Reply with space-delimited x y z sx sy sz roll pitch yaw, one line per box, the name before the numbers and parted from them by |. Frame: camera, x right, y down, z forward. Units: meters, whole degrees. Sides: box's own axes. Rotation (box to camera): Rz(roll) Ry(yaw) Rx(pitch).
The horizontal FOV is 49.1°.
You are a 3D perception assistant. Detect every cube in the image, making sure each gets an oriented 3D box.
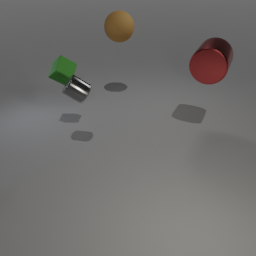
cube | -2.437 -2.143 10.455 0.700 0.700 0.700 25 -28 -34

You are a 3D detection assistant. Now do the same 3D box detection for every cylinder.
cylinder | -1.673 -1.276 9.162 0.700 0.700 0.700 30 20 -24
cylinder | 3.179 -2.559 10.647 1.400 1.400 1.400 13 36 21

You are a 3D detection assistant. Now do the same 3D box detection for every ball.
ball | -0.405 -4.709 13.021 1.400 1.400 1.400 0 29 0
